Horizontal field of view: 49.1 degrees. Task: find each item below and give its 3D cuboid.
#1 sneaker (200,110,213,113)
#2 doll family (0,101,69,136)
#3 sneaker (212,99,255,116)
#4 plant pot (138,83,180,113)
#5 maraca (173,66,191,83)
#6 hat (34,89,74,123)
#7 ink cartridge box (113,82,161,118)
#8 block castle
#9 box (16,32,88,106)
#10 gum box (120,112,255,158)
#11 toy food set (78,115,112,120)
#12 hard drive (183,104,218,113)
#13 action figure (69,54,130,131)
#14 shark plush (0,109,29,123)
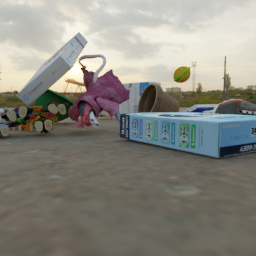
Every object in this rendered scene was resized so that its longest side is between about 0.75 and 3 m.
[{"bbox_3d":[4.584,-0.734,15.728,0.582,0.536,1.454,-8,0,-28],"label":"sneaker"},{"bbox_3d":[-2.846,-0.232,7.877,2.420,0.950,1.399,-5,12,-21],"label":"doll family"},{"bbox_3d":[4.445,-0.475,10.096,2.725,1.050,1.116,-1,12,-4],"label":"sneaker"},{"bbox_3d":[1.606,-1.084,13.787,1.624,1.862,1.862,16,-1,-22],"label":"plant pot"},{"bbox_3d":[1.876,-1.856,9.627,0.676,0.527,0.986,-35,6,30],"label":"maraca"},{"bbox_3d":[-3.573,-0.259,11.741,2.656,2.338,2.200,25,-16,1],"label":"hat"},{"bbox_3d":[0.444,-1.522,15.740,1.162,1.982,2.706,-5,7,-45],"label":"ink cartridge box"},{"bbox_3d":[-3.428,-0.356,9.680,1.703,0.799,1.138,3,6,30],"label":"block castle"},{"bbox_3d":[-2.145,-1.806,8.235,1.805,0.477,2.315,-33,27,23],"label":"box"},{"bbox_3d":[1.652,0.006,6.433,2.515,0.659,2.960,-4,6,-34],"label":"gum box"},{"bbox_3d":[-1.729,-0.642,15.367,2.014,0.317,1.280,1,5,16],"label":"toy food set"},{"bbox_3d":[4.194,-0.999,16.587,2.209,0.280,1.457,-5,-18,-40],"label":"hard drive"},{"bbox_3d":[-0.881,-0.974,8.611,1.959,2.178,2.925,-4,26,15],"label":"action figure"},{"bbox_3d":[-4.344,-0.494,10.266,1.936,0.879,0.806,-8,-7,15],"label":"shark plush"}]
